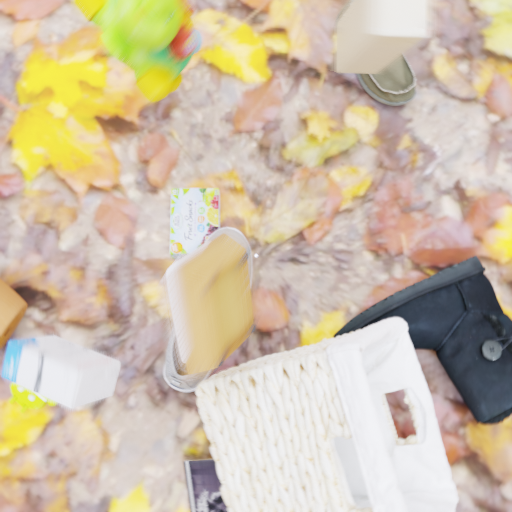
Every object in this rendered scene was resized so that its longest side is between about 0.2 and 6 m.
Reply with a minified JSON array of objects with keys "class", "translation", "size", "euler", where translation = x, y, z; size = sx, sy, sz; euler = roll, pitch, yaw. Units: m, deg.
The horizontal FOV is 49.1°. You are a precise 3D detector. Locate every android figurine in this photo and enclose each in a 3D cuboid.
[{"class":"android figurine","translation":[-3.960,2.285,10.178],"size":[1.070,0.241,1.175],"euler":[38,76,9]}]

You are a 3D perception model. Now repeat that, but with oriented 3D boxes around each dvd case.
[{"class":"dvd case","translation":[-0.554,4.009,8.917],"size":[0.162,2.034,1.512],"euler":[0,72,-35]}]

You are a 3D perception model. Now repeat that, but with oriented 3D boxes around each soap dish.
[{"class":"soap dish","translation":[-0.490,0.567,6.584],"size":[0.554,1.073,1.364],"euler":[9,117,29]}]

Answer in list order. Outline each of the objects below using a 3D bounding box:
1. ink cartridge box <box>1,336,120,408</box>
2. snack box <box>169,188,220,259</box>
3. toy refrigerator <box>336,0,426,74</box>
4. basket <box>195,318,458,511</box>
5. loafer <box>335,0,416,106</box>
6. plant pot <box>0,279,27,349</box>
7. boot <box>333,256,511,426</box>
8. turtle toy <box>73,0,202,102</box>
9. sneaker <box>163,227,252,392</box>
[{"class":"ink cartridge box","translation":[-2.648,1.544,7.648],"size":[1.242,0.909,0.533],"euler":[17,94,22]},{"class":"snack box","translation":[-1.186,-0.638,10.901],"size":[0.952,0.355,1.339],"euler":[-1,75,0]},{"class":"toy refrigerator","translation":[1.921,-3.579,8.833],"size":[0.825,2.359,0.896],"euler":[0,95,-4]},{"class":"basket","translation":[1.143,2.759,8.091],"size":[2.516,3.128,3.100],"euler":[-19,82,23]},{"class":"loafer","translation":[2.455,-4.282,11.596],"size":[0.986,0.914,2.623],"euler":[-28,77,-7]},{"class":"plant pot","translation":[-4.883,1.042,9.886],"size":[1.169,1.669,1.669],"euler":[32,77,-8]},{"class":"boot","translation":[3.322,1.754,9.786],"size":[3.202,1.223,2.690],"euler":[-23,72,-12]},{"class":"turtle toy","translation":[-1.665,-3.572,8.703],"size":[1.376,2.721,1.983],"euler":[-33,108,14]},{"class":"sneaker","translation":[-0.775,0.947,9.901],"size":[1.155,1.267,3.090],"euler":[16,80,-2]}]
